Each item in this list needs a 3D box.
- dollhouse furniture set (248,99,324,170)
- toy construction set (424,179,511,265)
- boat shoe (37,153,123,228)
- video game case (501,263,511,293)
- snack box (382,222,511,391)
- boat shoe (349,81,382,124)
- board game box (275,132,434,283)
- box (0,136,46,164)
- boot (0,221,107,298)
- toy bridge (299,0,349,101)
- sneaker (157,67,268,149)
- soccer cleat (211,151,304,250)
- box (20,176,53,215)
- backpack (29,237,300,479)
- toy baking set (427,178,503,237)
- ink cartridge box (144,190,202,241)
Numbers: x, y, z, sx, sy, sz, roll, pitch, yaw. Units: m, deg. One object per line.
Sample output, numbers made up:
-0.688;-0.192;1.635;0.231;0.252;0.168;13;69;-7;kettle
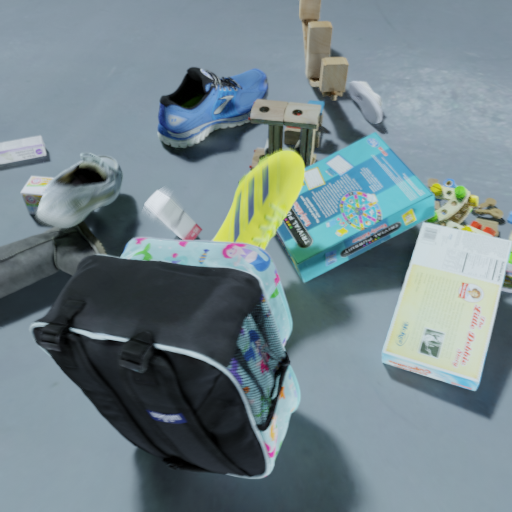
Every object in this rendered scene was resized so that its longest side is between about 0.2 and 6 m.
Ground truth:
0.722;-3.032;12.629;1.444;1.452;2.060;8;49;7;dollhouse furniture set
4.117;-0.551;10.377;1.535;1.078;2.341;-55;40;-6;toy construction set
-3.249;-1.421;10.700;0.957;0.833;2.597;24;31;3;boat shoe
4.455;0.297;10.520;0.906;0.100;0.824;12;49;11;video game case
3.185;0.757;9.311;1.510;0.482;2.599;15;65;21;snack box
2.856;-3.863;13.952;0.538;0.547;1.542;-12;48;-14;boat shoe
1.644;-0.995;10.819;2.773;0.651;2.093;-27;51;-1;board game box
-5.763;-2.335;12.739;1.831;0.354;0.379;-14;49;-13;box
-4.030;0.339;9.920;2.592;0.940;2.356;-21;37;-27;boot
1.642;-5.304;14.634;0.622;1.536;4.571;-2;46;-3;toy bridge
-0.950;-3.813;13.355;3.241;1.445;1.273;-35;57;-28;sneaker
-0.163;-0.208;9.351;3.341;1.080;1.398;-52;37;9;soccer cleat
-4.157;-1.207;11.536;1.093;0.615;0.554;5;47;6;box
-0.877;1.403;7.377;2.903;3.270;2.462;3;41;28;backpack
4.198;-0.950;11.609;1.856;0.216;1.425;31;52;25;toy baking set
-1.585;-0.742;10.705;0.414;0.977;0.712;-50;35;-5;ink cartridge box
